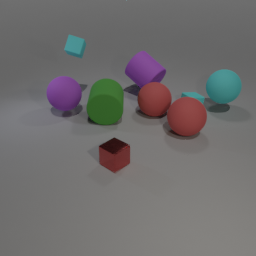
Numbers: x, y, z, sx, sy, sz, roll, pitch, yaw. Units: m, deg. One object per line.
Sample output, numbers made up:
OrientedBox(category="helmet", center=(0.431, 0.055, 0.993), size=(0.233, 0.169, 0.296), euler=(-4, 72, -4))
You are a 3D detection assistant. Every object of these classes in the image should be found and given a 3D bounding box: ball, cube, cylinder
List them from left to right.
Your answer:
OrientedBox(category="ball", center=(-2.588, -1.401, 11.396), size=(1.400, 1.400, 1.400), euler=(0, 30, 0))
OrientedBox(category="cube", center=(-2.286, -3.541, 12.221), size=(0.700, 0.700, 0.700), euler=(17, -1, -1))
OrientedBox(category="cylinder", center=(-0.875, -1.055, 11.129), size=(1.400, 1.400, 1.400), euler=(0, 34, 0))
OrientedBox(category="cube", center=(-0.409, 0.826, 8.652), size=(0.700, 0.700, 0.700), euler=(24, 38, 35))
OrientedBox(category="cylinder", center=(0.815, -2.616, 13.072), size=(1.400, 1.400, 1.400), euler=(44, 45, 13))
OrientedBox(category="ball", center=(1.084, -1.172, 11.470), size=(1.400, 1.400, 1.400), euler=(0, 30, 0))
OrientedBox(category="ball", center=(2.111, -0.415, 10.059), size=(1.400, 1.400, 1.400), euler=(0, 30, 0))
OrientedBox(category="cube", center=(2.692, -1.077, 11.859), size=(0.700, 0.700, 0.700), euler=(-5, 27, -23))
OrientedBox(category="ball", center=(3.952, -1.710, 11.596), size=(1.400, 1.400, 1.400), euler=(0, 30, 0))
